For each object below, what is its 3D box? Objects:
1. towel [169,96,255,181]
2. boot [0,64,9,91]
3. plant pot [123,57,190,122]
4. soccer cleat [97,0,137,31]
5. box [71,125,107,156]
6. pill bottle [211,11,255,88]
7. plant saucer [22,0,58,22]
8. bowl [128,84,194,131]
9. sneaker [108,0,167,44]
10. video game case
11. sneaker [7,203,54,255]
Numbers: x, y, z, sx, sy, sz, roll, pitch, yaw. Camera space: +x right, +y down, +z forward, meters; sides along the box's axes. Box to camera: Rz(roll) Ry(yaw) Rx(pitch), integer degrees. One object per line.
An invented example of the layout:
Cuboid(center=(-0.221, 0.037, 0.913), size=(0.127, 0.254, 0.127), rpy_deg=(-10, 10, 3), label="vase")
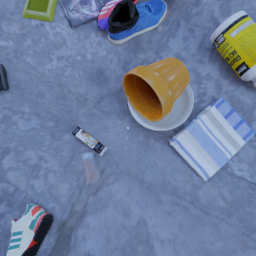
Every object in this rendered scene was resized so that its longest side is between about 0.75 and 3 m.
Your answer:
Cuboid(center=(2.729, 0.322, 9.001), size=(2.396, 0.285, 1.760), rpy_deg=(-41, 87, -7), label="towel")
Cuboid(center=(-4.661, -1.583, 9.385), size=(1.144, 0.376, 0.943), rpy_deg=(-14, 78, 2), label="boot")
Cuboid(center=(0.909, -1.234, 8.011), size=(1.467, 1.603, 1.603), rpy_deg=(-39, 82, -23), label="plant pot")
Cuboid(center=(-0.286, -4.129, 9.552), size=(1.996, 0.681, 0.731), rpy_deg=(-50, 39, -9), label="soccer cleat")
Cuboid(center=(-1.208, 0.409, 8.859), size=(1.113, 0.649, 0.335), rpy_deg=(37, 84, 5), label="box")
Cuboid(center=(3.894, -2.416, 9.016), size=(1.340, 1.340, 2.384), rpy_deg=(-35, 81, -6), label="pill bottle")
Cuboid(center=(-3.132, -4.399, 9.925), size=(1.110, 0.266, 1.112), rpy_deg=(10, 80, 2), label="plant saucer")
Cuboid(center=(1.018, -0.775, 8.884), size=(2.014, 0.905, 2.014), rpy_deg=(-1, 74, 4), label="bowl")
Cuboid(center=(0.348, -3.787, 9.280), size=(2.352, 1.308, 0.903), rpy_deg=(-30, 81, -5), label="sneaker")
Cuboid(center=(-1.484, -4.336, 9.978), size=(1.613, 0.153, 1.152), rpy_deg=(-23, 80, -5), label="video game case")
Cuboid(center=(-3.166, 3.296, 8.381), size=(1.020, 0.768, 2.181), rpy_deg=(28, 85, 27), label="sneaker")
